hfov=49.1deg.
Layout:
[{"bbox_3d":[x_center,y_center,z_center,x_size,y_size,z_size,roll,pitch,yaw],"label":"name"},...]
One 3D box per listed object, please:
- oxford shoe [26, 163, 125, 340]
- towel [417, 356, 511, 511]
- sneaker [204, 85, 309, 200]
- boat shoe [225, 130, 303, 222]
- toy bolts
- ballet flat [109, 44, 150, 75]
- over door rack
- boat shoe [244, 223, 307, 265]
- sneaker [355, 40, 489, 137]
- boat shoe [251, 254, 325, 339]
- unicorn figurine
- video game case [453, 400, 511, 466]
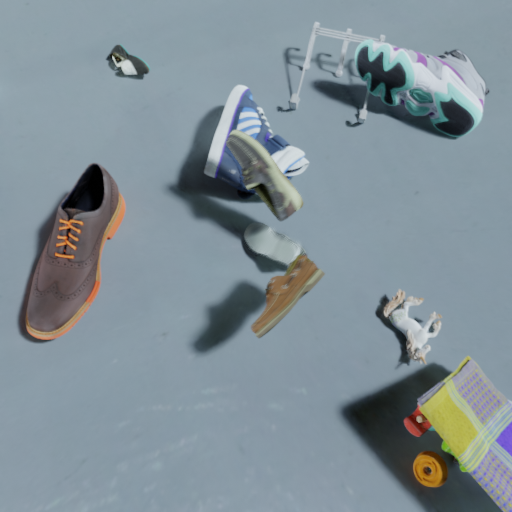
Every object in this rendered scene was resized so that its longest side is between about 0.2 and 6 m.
[{"bbox_3d":[-3.642,-0.196,10.869,1.309,1.334,3.677,7,57,4],"label":"oxford shoe"},{"bbox_3d":[3.840,2.953,8.649,1.998,0.317,2.782,-14,58,-45],"label":"towel"},{"bbox_3d":[0.173,-2.514,12.623,2.137,1.176,2.918,18,51,-3],"label":"sneaker"},{"bbox_3d":[0.069,-1.505,10.696,1.972,0.705,0.648,48,71,-9],"label":"boat shoe"},{"bbox_3d":[3.069,3.042,9.269,0.879,1.211,1.268,4,41,-48],"label":"toy bolts"},{"bbox_3d":[-3.323,-4.982,14.511,0.510,0.507,1.491,-40,55,-13],"label":"ballet flat"},{"bbox_3d":[2.032,-4.513,14.052,1.907,0.860,2.582,14,72,8],"label":"over door rack"},{"bbox_3d":[0.376,-0.200,11.307,1.569,0.473,0.593,37,98,43],"label":"boat shoe"},{"bbox_3d":[4.140,-4.511,13.662,3.346,1.300,2.340,35,57,-1],"label":"sneaker"},{"bbox_3d":[0.410,0.658,9.476,0.613,0.649,1.804,45,52,3],"label":"boat shoe"},{"bbox_3d":[2.963,1.351,10.424,0.996,0.536,1.451,-39,50,-11],"label":"unicorn figurine"},{"bbox_3d":[4.319,3.216,9.361,1.610,0.177,1.468,26,61,16],"label":"video game case"}]
